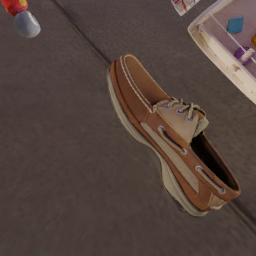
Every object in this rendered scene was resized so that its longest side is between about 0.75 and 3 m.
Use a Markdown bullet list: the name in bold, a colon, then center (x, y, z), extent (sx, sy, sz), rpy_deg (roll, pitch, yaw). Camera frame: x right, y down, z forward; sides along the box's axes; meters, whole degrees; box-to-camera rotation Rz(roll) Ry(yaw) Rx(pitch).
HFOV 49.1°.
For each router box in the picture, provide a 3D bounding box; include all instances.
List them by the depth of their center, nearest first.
- **router box**: center (1.480, -3.154, 6.492), extent (0.265, 0.972, 1.083), rpy_deg (53, 18, 5)

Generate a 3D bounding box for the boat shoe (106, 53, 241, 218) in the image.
- **boat shoe**: center (0.803, 0.021, 4.590), extent (2.944, 1.087, 1.114), rpy_deg (57, 36, -3)

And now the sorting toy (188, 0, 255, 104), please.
- **sorting toy**: center (3.208, -2.116, 6.361), extent (2.732, 2.460, 1.460), rpy_deg (47, 16, 2)

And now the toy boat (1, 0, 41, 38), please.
- **toy boat**: center (-2.860, -1.967, 5.158), extent (2.132, 1.179, 2.537), rpy_deg (-17, 16, 49)
